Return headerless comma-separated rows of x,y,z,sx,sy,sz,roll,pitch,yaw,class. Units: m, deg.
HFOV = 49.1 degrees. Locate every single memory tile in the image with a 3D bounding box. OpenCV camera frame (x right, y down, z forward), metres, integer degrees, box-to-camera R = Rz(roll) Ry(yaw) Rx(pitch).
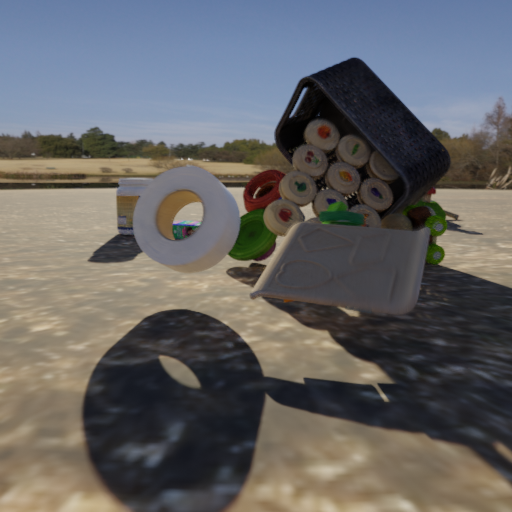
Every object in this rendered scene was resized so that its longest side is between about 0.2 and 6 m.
1.367,-1.089,9.476,1.904,2.484,0.209,27,-26,-4,memory tile

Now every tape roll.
-0.917,-0.478,7.408,1.370,1.370,0.479,3,-13,20,tape roll

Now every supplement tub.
-3.073,-1.277,14.409,1.024,1.418,1.024,0,9,0,supplement tub

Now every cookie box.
-1.685,-0.638,13.678,1.009,0.379,0.863,2,11,17,cookie box

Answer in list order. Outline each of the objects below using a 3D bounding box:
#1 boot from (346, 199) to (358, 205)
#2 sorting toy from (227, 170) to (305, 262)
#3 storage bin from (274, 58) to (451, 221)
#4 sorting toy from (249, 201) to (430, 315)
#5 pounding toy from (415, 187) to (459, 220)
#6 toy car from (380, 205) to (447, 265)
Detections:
2.943,-1.578,17.321,1.824,0.793,2.193,-17,2,-3,boot
0.294,-0.612,10.302,1.297,2.158,0.886,-7,-40,32,sorting toy
1.961,-2.062,10.849,1.384,2.952,1.996,-30,-15,-30,storage bin
1.020,-0.051,6.071,1.617,0.322,2.187,2,30,21,sorting toy
5.423,-1.814,18.144,1.806,1.086,2.340,20,20,39,pounding toy
2.535,-0.357,9.963,1.281,1.011,1.052,-5,18,-11,toy car
